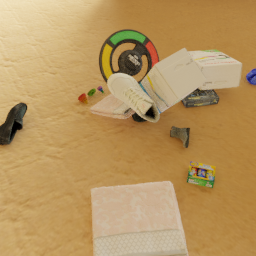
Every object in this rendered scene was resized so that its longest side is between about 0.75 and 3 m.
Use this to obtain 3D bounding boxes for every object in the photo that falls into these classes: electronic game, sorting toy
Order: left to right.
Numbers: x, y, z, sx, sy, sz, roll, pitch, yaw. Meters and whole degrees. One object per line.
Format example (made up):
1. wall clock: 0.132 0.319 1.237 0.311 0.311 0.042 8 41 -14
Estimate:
1. sorting toy: -1.681 -1.522 13.253 1.369 0.475 0.472 -32 74 -27
2. electronic game: 0.106 -2.710 11.665 2.738 2.738 0.570 -21 10 -21

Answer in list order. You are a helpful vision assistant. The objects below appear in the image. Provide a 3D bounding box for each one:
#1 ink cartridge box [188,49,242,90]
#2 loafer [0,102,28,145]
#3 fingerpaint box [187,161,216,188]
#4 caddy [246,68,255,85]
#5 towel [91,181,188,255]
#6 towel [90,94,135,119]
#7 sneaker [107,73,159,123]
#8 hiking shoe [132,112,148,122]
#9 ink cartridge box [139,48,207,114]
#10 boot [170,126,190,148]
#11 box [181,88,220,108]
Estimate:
1. ink cartridge box: 3.955 -2.923 13.709 1.986 1.152 2.743 -6 29 -8
2. loafer: -4.638 -0.174 11.490 0.782 0.756 2.227 12 48 6
3. fingerpaint box: 2.562 1.617 9.794 0.907 0.333 0.757 11 44 12
4. caddy: 6.555 -2.609 14.264 1.071 0.562 0.757 -16 68 -18
5. towel: 0.251 2.778 8.458 2.720 0.438 2.598 -4 42 -5
6. towel: -0.150 -1.224 12.331 2.291 0.387 2.399 13 40 45
7. sneaker: 0.341 -1.064 10.085 0.966 2.479 1.232 -51 30 8
8. hiking shoe: 0.789 -0.898 12.413 0.872 0.749 2.013 8 38 47
9. ink cartridge box: 1.640 -1.731 10.834 1.519 2.070 1.512 -33 87 -19
10. boot: 2.051 0.360 11.186 0.787 0.408 1.205 4 35 12
11. box: 3.273 -1.563 13.200 1.626 0.415 1.282 -8 42 -10
